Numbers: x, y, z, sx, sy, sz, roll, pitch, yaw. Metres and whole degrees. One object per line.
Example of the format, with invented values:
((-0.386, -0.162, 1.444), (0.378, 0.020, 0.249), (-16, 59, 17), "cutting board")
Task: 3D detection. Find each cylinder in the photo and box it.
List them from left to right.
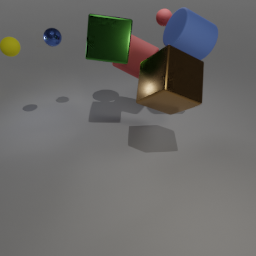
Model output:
((0.299, -2.797, 11.071), (1.400, 1.400, 1.400), (28, 35, 3), "cylinder")
((2.196, -3.298, 9.942), (1.400, 1.400, 1.400), (17, 23, -26), "cylinder")

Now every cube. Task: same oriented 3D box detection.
((-0.654, -3.008, 9.558), (1.400, 1.400, 1.400), (6, 16, -5), "cube")
((1.244, -1.354, 8.336), (1.400, 1.400, 1.400), (16, -18, -29), "cube")

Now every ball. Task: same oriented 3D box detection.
((-4.309, -2.969, 10.242), (0.700, 0.700, 0.700), (0, 30, 0), "ball")
((-2.940, -3.536, 10.914), (0.700, 0.700, 0.700), (0, 30, 0), "ball")
((1.553, -4.750, 12.053), (0.700, 0.700, 0.700), (0, 30, 0), "ball")
